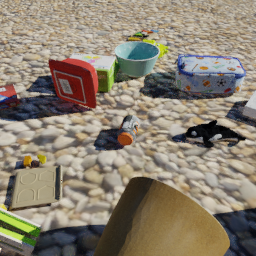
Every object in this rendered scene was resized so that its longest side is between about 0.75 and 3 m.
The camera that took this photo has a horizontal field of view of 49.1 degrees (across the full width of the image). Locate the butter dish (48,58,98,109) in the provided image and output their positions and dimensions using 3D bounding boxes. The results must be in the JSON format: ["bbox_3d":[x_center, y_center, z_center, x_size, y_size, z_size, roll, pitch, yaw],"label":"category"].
[{"bbox_3d":[-1.834,-1.944,10.719,1.901,1.906,1.409,17,51,19],"label":"butter dish"}]

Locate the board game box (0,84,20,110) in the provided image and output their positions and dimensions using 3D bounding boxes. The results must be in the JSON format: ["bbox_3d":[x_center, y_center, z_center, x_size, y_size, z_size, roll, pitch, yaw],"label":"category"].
[{"bbox_3d":[-5.850,-1.016,11.010,2.842,0.276,1.463,-17,41,-20],"label":"board game box"}]

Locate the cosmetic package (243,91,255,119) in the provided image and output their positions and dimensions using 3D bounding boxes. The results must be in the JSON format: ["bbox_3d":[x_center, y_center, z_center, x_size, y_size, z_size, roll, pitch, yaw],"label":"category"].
[{"bbox_3d":[5.376,-0.691,10.463,1.732,0.448,1.306,24,43,27],"label":"cosmetic package"}]

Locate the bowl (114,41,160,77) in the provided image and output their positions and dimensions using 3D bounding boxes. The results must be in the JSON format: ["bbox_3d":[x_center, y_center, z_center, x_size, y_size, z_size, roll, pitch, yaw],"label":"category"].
[{"bbox_3d":[0.406,-3.080,12.899,2.050,1.072,2.050,0,39,0],"label":"bowl"}]

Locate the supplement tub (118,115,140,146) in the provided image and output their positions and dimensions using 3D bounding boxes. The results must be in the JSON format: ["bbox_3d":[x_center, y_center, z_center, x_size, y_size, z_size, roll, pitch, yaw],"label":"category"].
[{"bbox_3d":[0.018,0.083,9.377,0.626,0.626,1.022,8,41,10],"label":"supplement tub"}]

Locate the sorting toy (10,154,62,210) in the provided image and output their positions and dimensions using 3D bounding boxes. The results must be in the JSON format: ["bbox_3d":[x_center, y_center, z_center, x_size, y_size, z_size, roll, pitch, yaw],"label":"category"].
[{"bbox_3d":[-2.565,1.460,8.032,1.389,0.250,1.864,-10,40,-5],"label":"sorting toy"}]

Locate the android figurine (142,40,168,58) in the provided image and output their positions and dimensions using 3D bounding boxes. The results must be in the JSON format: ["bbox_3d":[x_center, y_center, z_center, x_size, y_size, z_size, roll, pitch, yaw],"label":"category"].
[{"bbox_3d":[1.088,-4.134,14.726,2.059,0.423,1.874,5,39,9],"label":"android figurine"}]

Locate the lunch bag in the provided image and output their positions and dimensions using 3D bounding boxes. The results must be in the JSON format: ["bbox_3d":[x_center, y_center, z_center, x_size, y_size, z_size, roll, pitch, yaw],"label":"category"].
[{"bbox_3d":[3.427,-2.452,12.151,2.909,1.099,2.331,6,38,5],"label":"lunch bag"}]

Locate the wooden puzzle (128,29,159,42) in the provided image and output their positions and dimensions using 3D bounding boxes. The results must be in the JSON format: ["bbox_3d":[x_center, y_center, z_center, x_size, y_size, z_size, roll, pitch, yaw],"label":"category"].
[{"bbox_3d":[0.954,-5.542,16.584,1.364,0.236,2.022,17,42,20],"label":"wooden puzzle"}]

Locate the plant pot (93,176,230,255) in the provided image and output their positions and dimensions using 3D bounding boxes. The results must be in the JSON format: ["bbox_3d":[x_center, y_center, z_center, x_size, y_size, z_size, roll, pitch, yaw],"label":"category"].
[{"bbox_3d":[0.256,2.608,5.239,2.340,2.340,2.511,25,57,27],"label":"plant pot"}]

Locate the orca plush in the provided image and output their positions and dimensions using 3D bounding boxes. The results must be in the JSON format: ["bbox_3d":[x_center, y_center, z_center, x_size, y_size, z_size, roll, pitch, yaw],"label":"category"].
[{"bbox_3d":[2.926,0.096,9.308,1.934,0.687,1.017,13,41,15],"label":"orca plush"}]

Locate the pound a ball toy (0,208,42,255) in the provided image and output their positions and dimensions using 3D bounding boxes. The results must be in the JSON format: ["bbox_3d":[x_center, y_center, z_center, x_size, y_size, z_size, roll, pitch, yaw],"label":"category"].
[{"bbox_3d":[-2.788,2.409,6.133,1.467,0.623,0.957,28,35,-12],"label":"pound a ball toy"}]

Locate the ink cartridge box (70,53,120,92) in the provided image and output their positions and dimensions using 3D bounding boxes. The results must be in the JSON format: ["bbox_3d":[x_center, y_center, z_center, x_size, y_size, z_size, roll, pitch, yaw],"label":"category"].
[{"bbox_3d":[-1.493,-2.853,12.650,2.019,1.035,2.731,7,41,9],"label":"ink cartridge box"}]

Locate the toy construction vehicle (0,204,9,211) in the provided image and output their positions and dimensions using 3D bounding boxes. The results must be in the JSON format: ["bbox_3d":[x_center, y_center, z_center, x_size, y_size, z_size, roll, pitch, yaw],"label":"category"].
[{"bbox_3d":[-3.784,2.260,6.840,1.296,0.456,1.128,2,39,2],"label":"toy construction vehicle"}]
